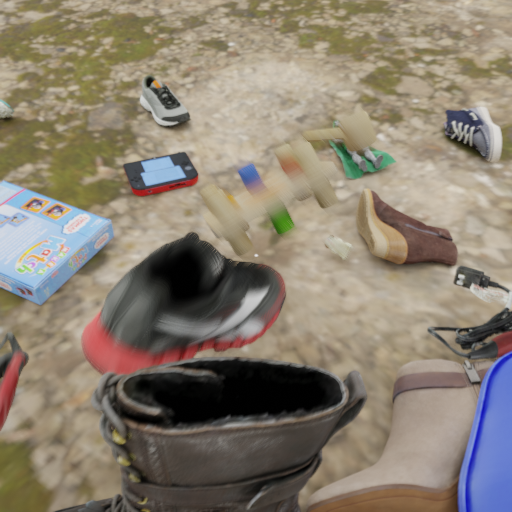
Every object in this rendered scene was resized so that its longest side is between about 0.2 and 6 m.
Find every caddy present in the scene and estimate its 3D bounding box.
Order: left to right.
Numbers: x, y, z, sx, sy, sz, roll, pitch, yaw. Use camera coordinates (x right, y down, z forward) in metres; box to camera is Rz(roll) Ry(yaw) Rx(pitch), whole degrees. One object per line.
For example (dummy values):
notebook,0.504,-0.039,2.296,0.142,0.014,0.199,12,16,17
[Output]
caddy,3.351,2.231,5.528,2.372,1.761,3.355,33,49,3

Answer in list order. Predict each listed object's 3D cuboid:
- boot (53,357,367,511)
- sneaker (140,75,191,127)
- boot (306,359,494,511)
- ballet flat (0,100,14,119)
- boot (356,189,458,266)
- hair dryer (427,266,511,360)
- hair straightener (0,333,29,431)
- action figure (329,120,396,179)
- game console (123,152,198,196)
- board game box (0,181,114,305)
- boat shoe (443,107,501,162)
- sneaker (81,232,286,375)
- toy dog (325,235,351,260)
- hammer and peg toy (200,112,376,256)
boot,-0.938,1.959,4.814,3.476,3.026,1.203,-7,43,-8
sneaker,-2.066,-3.411,12.383,0.661,0.709,1.789,-26,50,-27
boot,1.895,2.073,6.385,2.758,0.969,2.017,-1,35,2
ballet flat,-6.007,-3.319,12.524,1.594,0.572,0.572,29,50,31
boot,2.484,-0.460,9.399,1.422,0.618,1.709,6,41,-9
hair dryer,3.533,1.155,7.377,2.412,0.655,1.837,21,43,17
hair straightener,-2.930,1.216,5.913,0.853,0.454,2.218,6,10,-16
action figure,1.941,-2.263,11.338,1.057,0.489,1.789,-15,41,-11
game console,-1.839,-1.614,10.800,1.294,0.201,1.145,-14,45,-15
board game box,-3.863,-0.301,9.186,2.385,0.436,1.804,19,46,20
boat shoe,4.366,-2.467,11.447,0.880,0.708,1.897,0,34,8
sneaker,-0.471,0.395,5.998,0.976,1.350,2.762,43,33,26
toy dog,1.305,-0.174,8.987,0.398,0.278,0.386,28,21,8
hammer and peg toy,0.393,-0.901,6.992,2.250,0.793,1.655,-29,13,-4
